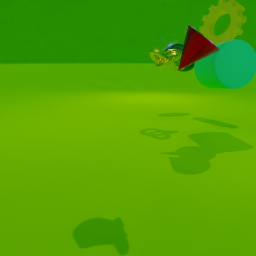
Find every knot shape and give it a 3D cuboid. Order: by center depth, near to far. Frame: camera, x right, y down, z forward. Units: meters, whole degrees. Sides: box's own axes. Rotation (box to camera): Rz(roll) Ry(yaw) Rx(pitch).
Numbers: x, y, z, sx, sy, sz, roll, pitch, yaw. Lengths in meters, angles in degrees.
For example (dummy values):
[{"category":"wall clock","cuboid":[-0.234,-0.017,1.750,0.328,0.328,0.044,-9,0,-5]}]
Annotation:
[{"category":"knot shape","cuboid":[1.206,-2.072,8.475,1.173,0.542,1.098,9,25,6]}]

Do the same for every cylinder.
[{"category":"cylinder","cuboid":[2.659,-1.717,7.765,1.247,1.247,1.247,-3,9,-10]}]

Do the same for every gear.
[{"category":"gear","cuboid":[3.398,-3.743,10.151,0.315,1.705,1.705,6,8,-39]}]

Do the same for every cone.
[{"category":"cone","cuboid":[1.441,-1.690,6.413,0.911,0.915,0.911,32,22,-15]}]

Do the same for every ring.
[{"category":"ring","cuboid":[2.089,-2.815,11.137,1.349,1.349,0.270,-5,-24,-20]}]
